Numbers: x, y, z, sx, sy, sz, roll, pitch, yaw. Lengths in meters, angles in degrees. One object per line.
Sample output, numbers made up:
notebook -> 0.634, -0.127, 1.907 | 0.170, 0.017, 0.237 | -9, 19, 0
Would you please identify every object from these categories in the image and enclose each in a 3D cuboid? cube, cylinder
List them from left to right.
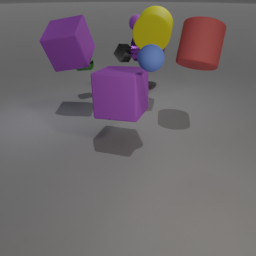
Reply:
cube -> -2.202, -3.149, 10.474 | 1.400, 1.400, 1.400 | -5, 48, 14
cylinder -> -2.089, -3.073, 13.251 | 0.700, 0.700, 0.700 | -12, 29, -33
cube -> -0.203, -1.109, 8.725 | 1.400, 1.400, 1.400 | 6, 23, 17
cube -> -0.217, -4.018, 15.025 | 0.700, 0.700, 0.700 | -14, 61, -44
cylinder -> 1.044, -4.169, 14.633 | 1.400, 1.400, 1.400 | 9, 29, 25
cylinder -> 0.969, -3.756, 10.643 | 1.400, 1.400, 1.400 | 5, 36, 10
cylinder -> 2.409, -2.757, 9.306 | 1.400, 1.400, 1.400 | 11, 3, -1

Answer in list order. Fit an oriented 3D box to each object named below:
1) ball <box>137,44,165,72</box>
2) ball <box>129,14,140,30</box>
ball -> 0.596, -1.807, 7.251 | 0.700, 0.700, 0.700 | 0, 28, 0
ball -> 0.394, -4.701, 12.525 | 0.700, 0.700, 0.700 | 0, 28, 0
